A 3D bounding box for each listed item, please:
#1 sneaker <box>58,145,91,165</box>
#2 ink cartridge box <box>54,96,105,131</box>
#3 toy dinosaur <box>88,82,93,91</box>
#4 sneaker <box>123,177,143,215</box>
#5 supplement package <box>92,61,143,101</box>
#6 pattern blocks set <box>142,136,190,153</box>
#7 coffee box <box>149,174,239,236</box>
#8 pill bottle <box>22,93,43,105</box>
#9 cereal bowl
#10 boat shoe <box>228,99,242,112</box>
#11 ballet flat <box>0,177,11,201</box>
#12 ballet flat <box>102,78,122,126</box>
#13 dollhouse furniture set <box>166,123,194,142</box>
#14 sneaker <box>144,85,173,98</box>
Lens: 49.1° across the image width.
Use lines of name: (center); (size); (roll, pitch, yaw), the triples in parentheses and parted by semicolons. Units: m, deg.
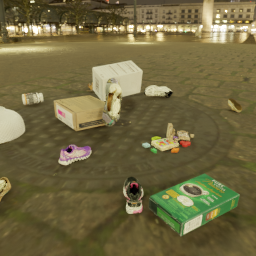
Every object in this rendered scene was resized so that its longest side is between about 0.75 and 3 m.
sneaker: (-1.549, 0.698, 8.270); (1.090, 0.482, 0.439); (-18, 27, -41)
ink cartridge box: (-1.778, -0.657, 11.229); (1.695, 0.773, 2.058); (-14, 26, -32)
toy dinosaur: (-1.966, -2.291, 16.022); (0.843, 0.479, 1.587); (-29, 22, -2)
sneaker: (0.155, 1.412, 6.428); (0.479, 0.515, 1.192); (-1, 21, -7)
supplement package: (-0.548, -2.398, 14.087); (2.206, 1.290, 1.294); (-16, 43, -24)
pattern blocks set: (1.234, 0.515, 9.221); (1.384, 0.112, 1.216); (-18, 28, -37)
coffee box: (1.453, 1.607, 6.114); (1.723, 0.379, 1.059); (-15, 26, -31)
pill bottle: (-4.599, -1.426, 13.524); (0.909, 0.529, 0.529); (-12, 25, -27)
cereal bowl: (-4.870, -0.206, 9.981); (2.177, 0.907, 2.177); (0, 23, 0)
boat shoe: (4.821, -0.964, 12.646); (0.363, 0.326, 0.981); (-2, 36, -7)
ballet flat: (-3.057, 1.506, 6.369); (0.412, 0.381, 1.169); (1, 22, 0)
ballet flat: (-0.491, -1.086, 10.510); (0.746, 0.746, 2.074); (2, 66, 6)
dollhouse furniture set: (1.825, 0.159, 9.441); (0.972, 0.474, 0.829); (6, 18, 1)
sneaker: (1.658, -1.888, 14.621); (1.519, 0.573, 0.874); (-7, 21, -23)
